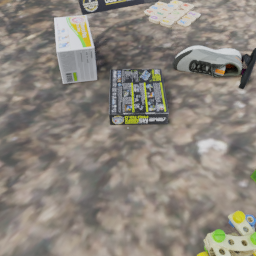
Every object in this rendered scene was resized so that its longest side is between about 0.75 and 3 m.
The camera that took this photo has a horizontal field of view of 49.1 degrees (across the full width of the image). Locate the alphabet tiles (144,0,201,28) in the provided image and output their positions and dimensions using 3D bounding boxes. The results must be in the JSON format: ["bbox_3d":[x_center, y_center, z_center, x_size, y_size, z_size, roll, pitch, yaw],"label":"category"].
[{"bbox_3d":[2.136,-5.564,13.528,2.421,0.181,2.475,28,54,24],"label":"alphabet tiles"}]

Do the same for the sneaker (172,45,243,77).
[{"bbox_3d":[2.898,-2.328,10.101,2.575,0.952,1.021,-1,52,-1],"label":"sneaker"}]

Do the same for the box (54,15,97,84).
[{"bbox_3d":[-1.952,-2.968,10.355,1.246,1.382,2.458,-9,47,-8],"label":"box"}]

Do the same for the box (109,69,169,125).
[{"bbox_3d":[0.303,-1.082,9.236,1.824,0.504,2.276,-1,48,-2],"label":"box"}]

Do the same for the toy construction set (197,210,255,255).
[{"bbox_3d":[2.287,2.883,5.298,1.663,1.168,2.536,-11,38,-10],"label":"toy construction set"}]

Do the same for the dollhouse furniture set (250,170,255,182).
[{"bbox_3d":[3.876,1.188,7.394,1.227,0.474,0.613,-3,37,-28],"label":"dollhouse furniture set"}]

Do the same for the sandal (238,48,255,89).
[{"bbox_3d":[4.257,-2.277,10.111,0.508,0.797,2.121,23,52,14],"label":"sandal"}]

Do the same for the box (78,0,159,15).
[{"bbox_3d":[-0.173,-4.153,8.390,2.153,0.656,2.671,-8,33,10],"label":"box"}]
